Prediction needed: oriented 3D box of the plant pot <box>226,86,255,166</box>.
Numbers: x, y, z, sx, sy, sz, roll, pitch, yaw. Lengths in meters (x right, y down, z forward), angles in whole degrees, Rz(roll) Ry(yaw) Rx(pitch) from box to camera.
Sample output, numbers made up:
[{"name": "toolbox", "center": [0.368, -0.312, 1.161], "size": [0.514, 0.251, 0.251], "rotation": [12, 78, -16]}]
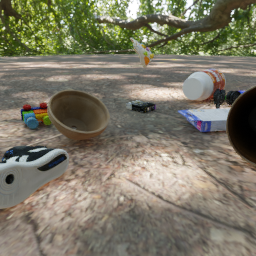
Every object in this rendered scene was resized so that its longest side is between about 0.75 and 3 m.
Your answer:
[{"name": "plant pot", "center": [4.477, -0.169, 8.908], "size": [2.442, 2.442, 2.613], "rotation": [8, 8, 21]}]

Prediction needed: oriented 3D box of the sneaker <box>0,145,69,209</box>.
[{"name": "sneaker", "center": [-2.922, 1.111, 6.966], "size": [1.538, 1.004, 2.749], "rotation": [7, 12, 28]}]

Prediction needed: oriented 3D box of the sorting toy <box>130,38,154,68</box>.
[{"name": "sorting toy", "center": [0.522, -3.501, 12.473], "size": [1.113, 0.661, 1.237], "rotation": [36, 26, -39]}]

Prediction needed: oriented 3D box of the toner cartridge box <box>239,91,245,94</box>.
[{"name": "toner cartridge box", "center": [7.452, -1.928, 16.463], "size": [1.816, 0.392, 0.863], "rotation": [-2, 18, -7]}]

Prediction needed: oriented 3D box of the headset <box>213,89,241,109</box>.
[{"name": "headset", "center": [5.186, -1.477, 14.900], "size": [1.489, 1.133, 2.412], "rotation": [13, 8, 32]}]

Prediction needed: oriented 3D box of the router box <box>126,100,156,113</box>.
[{"name": "router box", "center": [0.642, -1.099, 14.164], "size": [0.933, 0.319, 1.251], "rotation": [-18, 26, -41]}]

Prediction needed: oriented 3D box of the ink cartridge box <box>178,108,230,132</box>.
[{"name": "ink cartridge box", "center": [3.620, -0.353, 11.636], "size": [2.780, 0.583, 1.659], "rotation": [0, 19, -10]}]

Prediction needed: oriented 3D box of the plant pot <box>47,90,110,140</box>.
[{"name": "plant pot", "center": [-1.853, -0.314, 10.175], "size": [2.210, 1.020, 2.210], "rotation": [15, 43, -14]}]

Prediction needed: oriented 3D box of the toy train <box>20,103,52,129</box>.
[{"name": "toy train", "center": [-3.446, -0.513, 11.885], "size": [1.943, 0.822, 1.124], "rotation": [-10, 32, -27]}]

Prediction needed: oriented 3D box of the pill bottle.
[{"name": "pill bottle", "center": [4.370, -2.485, 16.181], "size": [1.630, 1.630, 2.906], "rotation": [14, 24, 36]}]
